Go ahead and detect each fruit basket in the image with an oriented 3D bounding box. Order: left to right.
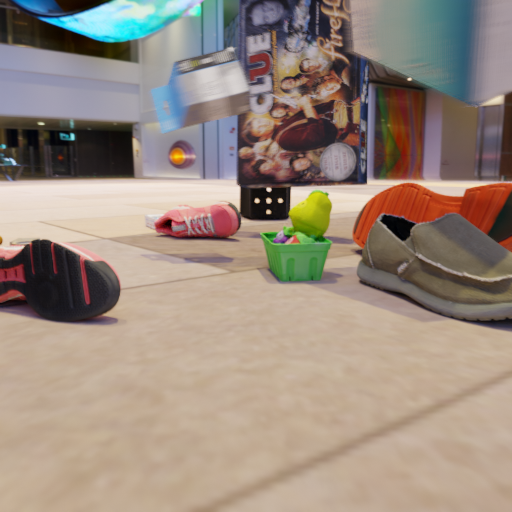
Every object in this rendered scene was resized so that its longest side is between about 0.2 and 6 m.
[{"bbox_3d":[0.580,-0.317,7.674,0.919,1.274,1.274,-2,10,-8],"label":"fruit basket"}]

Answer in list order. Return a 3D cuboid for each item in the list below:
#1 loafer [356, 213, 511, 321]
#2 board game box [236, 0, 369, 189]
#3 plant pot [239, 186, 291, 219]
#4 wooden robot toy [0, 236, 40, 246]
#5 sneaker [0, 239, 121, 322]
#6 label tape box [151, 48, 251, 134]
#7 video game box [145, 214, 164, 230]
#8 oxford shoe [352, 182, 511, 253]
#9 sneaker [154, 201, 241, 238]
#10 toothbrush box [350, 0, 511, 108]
[{"bbox_3d":[2.096,0.024,6.235,1.051,0.973,2.794,-5,11,-29],"label":"loafer"},{"bbox_3d":[0.902,-3.323,11.164,2.620,3.867,0.669,1,1,27],"label":"board game box"},{"bbox_3d":[0.287,-1.640,15.251,1.465,1.469,1.303,0,21,-3],"label":"plant pot"},{"bbox_3d":[-3.534,-0.196,7.501,0.969,0.998,2.200,2,10,15],"label":"wooden robot toy"},{"bbox_3d":[-2.187,0.150,6.035,2.191,0.807,0.950,5,10,28],"label":"sneaker"},{"bbox_3d":[-0.896,-2.555,8.634,1.427,1.029,0.452,-16,-30,-4],"label":"label tape box"},{"bbox_3d":[-1.837,-0.818,13.256,1.337,0.313,1.218,-4,8,-24],"label":"video game box"},{"bbox_3d":[2.859,-0.286,8.489,1.316,1.292,3.629,26,-5,-28],"label":"oxford shoe"},{"bbox_3d":[-1.222,-0.612,11.358,2.077,0.765,0.901,0,19,38],"label":"sneaker"},{"bbox_3d":[2.111,-3.044,6.409,1.038,1.781,2.433,-25,40,-13],"label":"toothbrush box"}]
